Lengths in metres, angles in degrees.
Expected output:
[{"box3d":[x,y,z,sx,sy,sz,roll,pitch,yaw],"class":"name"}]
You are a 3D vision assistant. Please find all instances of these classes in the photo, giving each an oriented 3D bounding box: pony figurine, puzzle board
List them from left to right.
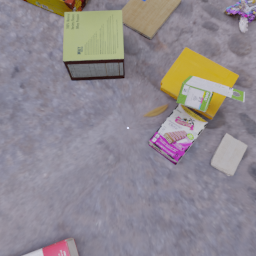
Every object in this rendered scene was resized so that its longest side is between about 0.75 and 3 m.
[{"box3d":[0.813,-4.630,10.962,1.673,0.193,2.219,34,74,12],"class":"puzzle board"},{"box3d":[4.465,-4.373,10.531,1.372,1.143,1.325,-12,40,-1],"class":"pony figurine"}]

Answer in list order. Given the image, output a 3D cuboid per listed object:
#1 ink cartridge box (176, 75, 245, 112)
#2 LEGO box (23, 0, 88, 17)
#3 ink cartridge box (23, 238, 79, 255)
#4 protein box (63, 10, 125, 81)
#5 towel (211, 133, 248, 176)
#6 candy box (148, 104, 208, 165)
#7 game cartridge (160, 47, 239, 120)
[{"box3d":[2.289,-0.856,7.704,1.620,1.197,0.614,21,116,15],"class":"ink cartridge box"},{"box3d":[-2.748,-5.537,10.845,2.487,0.960,1.852,24,73,8],"class":"LEGO box"},{"box3d":[-2.597,4.446,7.326,2.879,1.214,2.084,-19,72,-6],"class":"ink cartridge box"},{"box3d":[-1.132,-2.840,9.737,1.959,1.322,1.945,-3,71,-1],"class":"protein box"},{"box3d":[3.266,0.871,9.084,0.827,0.215,1.249,32,74,8],"class":"towel"},{"box3d":[1.628,0.186,9.144,1.156,0.517,1.695,37,75,12],"class":"candy box"},{"box3d":[2.472,-1.613,9.878,2.188,0.355,1.929,33,74,13],"class":"game cartridge"}]
